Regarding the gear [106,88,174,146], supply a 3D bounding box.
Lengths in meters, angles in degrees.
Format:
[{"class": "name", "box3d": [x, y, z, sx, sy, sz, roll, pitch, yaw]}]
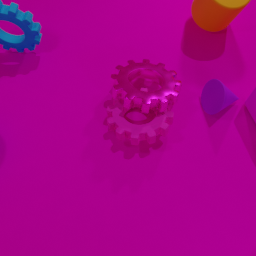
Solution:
[{"class": "gear", "box3d": [0.290, -0.315, 6.881, 1.603, 0.297, 1.603, -2, 52, 2]}]

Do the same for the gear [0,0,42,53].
[{"class": "gear", "box3d": [-3.073, -2.598, 7.295, 1.555, 1.555, 0.288, 4, 66, 2]}]

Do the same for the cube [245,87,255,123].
[{"class": "cube", "box3d": [3.827, -0.557, 6.600, 1.284, 1.284, 1.284, -13, 64, -8]}]

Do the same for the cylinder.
[{"class": "cylinder", "box3d": [2.552, -3.538, 7.734, 1.276, 1.276, 1.276, 1, 83, -5]}]

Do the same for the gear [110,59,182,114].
[{"class": "gear", "box3d": [0.438, -1.081, 6.966, 1.729, 0.320, 1.729, 3, 48, -4]}]

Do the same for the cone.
[{"class": "cone", "box3d": [2.501, -0.772, 7.152, 0.889, 0.886, 0.886, 1, 63, -24]}]
